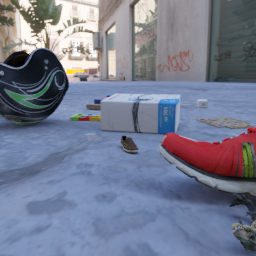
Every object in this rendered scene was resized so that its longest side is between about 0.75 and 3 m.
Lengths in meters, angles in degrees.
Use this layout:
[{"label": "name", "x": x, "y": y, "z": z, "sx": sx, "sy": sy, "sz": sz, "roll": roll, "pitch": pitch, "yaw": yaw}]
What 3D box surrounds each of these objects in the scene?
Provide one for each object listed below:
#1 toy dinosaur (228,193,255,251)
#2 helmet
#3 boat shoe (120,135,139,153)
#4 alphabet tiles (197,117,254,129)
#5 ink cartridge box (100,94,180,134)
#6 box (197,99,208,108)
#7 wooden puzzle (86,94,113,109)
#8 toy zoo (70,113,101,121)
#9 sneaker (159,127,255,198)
[{"label": "toy dinosaur", "x": 1.961, "y": 1.120, "z": 3.806, "sx": 1.919, "sy": 0.455, "sz": 0.846, "roll": -8, "pitch": 33, "yaw": -24}, {"label": "helmet", "x": -3.992, "y": -1.563, "z": 10.548, "sx": 2.991, "sy": 2.991, "sz": 2.851, "roll": 12, "pitch": 47, "yaw": 44}, {"label": "boat shoe", "x": 0.006, "y": 0.410, "z": 7.484, "sx": 0.347, "sy": 0.347, "sz": 0.939, "roll": -5, "pitch": 13, "yaw": -23}, {"label": "alphabet tiles", "x": 3.938, "y": -0.210, "z": 11.131, "sx": 1.633, "sy": 0.074, "sz": 1.953, "roll": -3, "pitch": 12, "yaw": -15}, {"label": "ink cartridge box", "x": 0.522, "y": -0.578, "z": 10.205, "sx": 2.625, "sy": 1.127, "sz": 1.922, "roll": 4, "pitch": 16, "yaw": 13}, {"label": "box", "x": 4.225, "y": -1.386, "z": 15.901, "sx": 0.505, "sy": 0.396, "sz": 0.813, "roll": 1, "pitch": 12, "yaw": 7}, {"label": "wooden puzzle", "x": -0.512, "y": -1.461, "z": 15.606, "sx": 2.664, "sy": 0.666, "sz": 2.876, "roll": 5, "pitch": 13, "yaw": 26}, {"label": "toy zoo", "x": -1.589, "y": -0.465, "z": 12.089, "sx": 1.583, "sy": 0.162, "sz": 1.039, "roll": 1, "pitch": 12, "yaw": 9}, {"label": "sneaker", "x": 2.009, "y": 0.381, "z": 4.605, "sx": 2.947, "sy": 1.251, "sz": 1.135, "roll": 13, "pitch": 14, "yaw": 12}]
